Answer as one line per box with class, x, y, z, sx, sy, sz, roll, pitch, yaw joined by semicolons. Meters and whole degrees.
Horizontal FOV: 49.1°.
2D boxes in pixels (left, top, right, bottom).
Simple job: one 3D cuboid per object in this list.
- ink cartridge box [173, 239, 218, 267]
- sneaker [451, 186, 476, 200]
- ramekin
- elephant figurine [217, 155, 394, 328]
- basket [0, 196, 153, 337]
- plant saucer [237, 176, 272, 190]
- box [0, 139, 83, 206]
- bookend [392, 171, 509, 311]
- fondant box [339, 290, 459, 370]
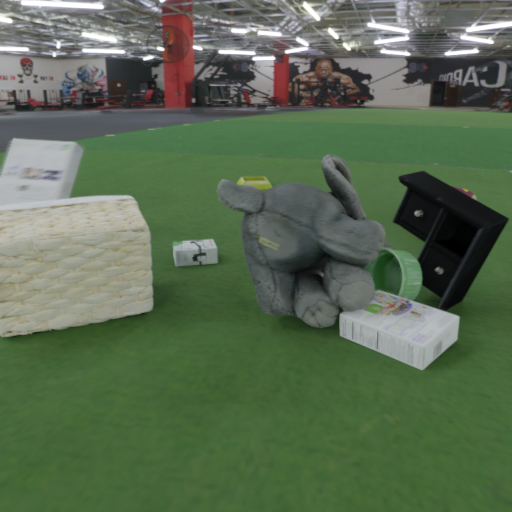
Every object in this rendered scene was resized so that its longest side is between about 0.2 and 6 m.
ink cartridge box;-1.185;-0.064;10.894;0.820;0.340;0.601;-4;19;-12
sneaker;4.401;-1.108;12.842;1.261;1.049;2.799;2;19;24
ramekin;2.116;0.339;8.659;0.455;0.932;0.932;1;17;-28
elephant figurine;1.017;-0.408;8.908;2.228;2.443;3.148;4;25;17
basket;-2.830;0.127;8.469;2.426;1.644;1.497;-8;25;-22
plant saucer;-0.048;-2.292;17.508;1.043;0.250;1.045;-2;20;-6
box;-4.803;-1.385;12.055;1.659;2.298;0.418;7;-15;19
bookend;2.786;-0.260;8.856;0.738;1.591;1.601;-16;45;-42
fondant box;1.951;0.971;7.693;1.316;0.383;0.949;20;33;41
